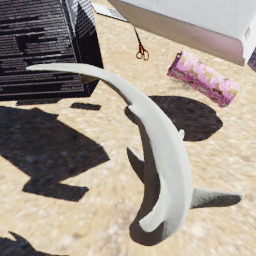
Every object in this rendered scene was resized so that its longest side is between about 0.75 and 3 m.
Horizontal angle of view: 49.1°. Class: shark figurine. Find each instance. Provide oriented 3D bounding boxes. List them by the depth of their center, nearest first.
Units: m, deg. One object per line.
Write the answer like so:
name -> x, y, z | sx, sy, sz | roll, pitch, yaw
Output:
shark figurine -> 0.191, 0.492, 3.422 | 1.884, 3.154, 1.316 | -9, 22, 33

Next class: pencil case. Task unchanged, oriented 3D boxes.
pencil case -> 1.228, -0.777, 4.574 | 1.177, 0.487, 0.509 | 30, 27, -4

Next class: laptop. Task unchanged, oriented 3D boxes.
laptop -> -0.049, -3.425, 7.468 | 1.637, 0.949, 1.533 | 9, 28, -19

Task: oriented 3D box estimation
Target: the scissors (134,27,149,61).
scissors -> 0.288, -1.751, 5.873 | 0.295, 0.808, 0.056 | 10, 51, 15

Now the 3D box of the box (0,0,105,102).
box -> -2.133, -2.102, 6.522 | 2.587, 2.566, 1.594 | -1, 33, 12

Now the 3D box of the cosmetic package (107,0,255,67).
cosmetic package -> 1.099, -2.245, 5.191 | 2.721, 1.104, 1.535 | 27, 8, 22

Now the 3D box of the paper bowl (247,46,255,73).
paper bowl -> 3.963, -2.308, 6.782 | 1.150, 2.211, 2.211 | -32, 54, -29
